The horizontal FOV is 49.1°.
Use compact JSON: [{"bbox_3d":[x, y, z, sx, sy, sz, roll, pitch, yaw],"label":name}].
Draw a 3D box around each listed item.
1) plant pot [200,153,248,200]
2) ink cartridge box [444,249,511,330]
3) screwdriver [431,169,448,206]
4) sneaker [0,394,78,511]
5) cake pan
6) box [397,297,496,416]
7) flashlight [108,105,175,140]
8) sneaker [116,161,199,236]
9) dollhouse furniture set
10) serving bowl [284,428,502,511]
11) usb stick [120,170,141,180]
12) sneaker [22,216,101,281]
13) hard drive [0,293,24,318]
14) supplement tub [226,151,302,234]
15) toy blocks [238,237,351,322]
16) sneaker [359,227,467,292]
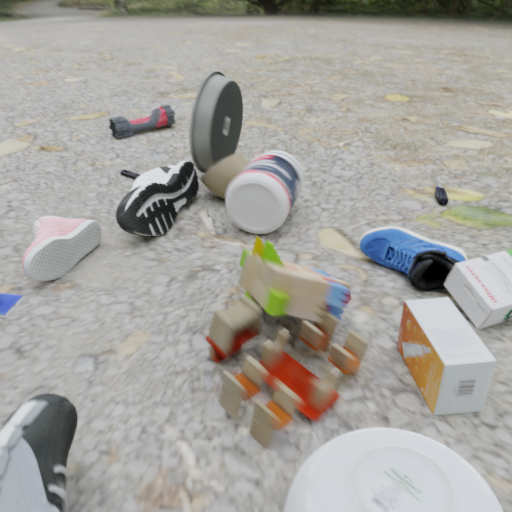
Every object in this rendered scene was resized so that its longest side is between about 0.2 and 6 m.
[{"bbox_3d":[-0.575,-1.703,12.661,1.128,0.757,1.128,-33,-2,-2],"label":"plant pot"},{"bbox_3d":[3.818,0.497,8.830,1.335,0.563,0.975,-12,51,-20],"label":"ink cartridge box"},{"bbox_3d":[4.288,-1.643,13.278,0.272,0.283,1.948,4,26,6],"label":"screwdriver"},{"bbox_3d":[-1.676,2.708,4.751,1.865,1.212,3.230,8,40,4],"label":"sneaker"},{"bbox_3d":[-0.902,-3.185,13.581,0.450,2.452,2.452,13,32,16],"label":"cake pan"},{"bbox_3d":[2.445,1.285,7.386,0.668,0.853,1.371,-3,30,-6],"label":"box"},{"bbox_3d":[-3.509,-4.155,17.217,2.055,0.698,0.696,-20,40,-34],"label":"flashlight"},{"bbox_3d":[-2.226,-1.161,11.815,1.164,1.073,2.910,-4,22,20],"label":"sneaker"},{"bbox_3d":[0.221,1.430,7.372,1.841,0.959,1.861,35,44,30],"label":"dollhouse furniture set"},{"bbox_3d":[1.363,2.464,5.434,2.209,0.726,2.209,-1,30,0],"label":"serving bowl"},{"bbox_3d":[-3.098,-2.017,14.016,0.774,0.126,0.215,20,29,32],"label":"usb stick"},{"bbox_3d":[-3.765,-0.175,10.122,1.037,0.746,1.983,10,26,16],"label":"sneaker"},{"bbox_3d":[-4.285,0.782,9.048,0.838,0.106,0.553,4,30,8],"label":"hard drive"},{"bbox_3d":[0.223,-1.369,11.635,1.286,1.286,1.833,8,30,14],"label":"supplement tub"},{"bbox_3d":[0.665,0.487,8.254,1.482,1.084,2.169,15,5,-15],"label":"toy blocks"},{"bbox_3d":[2.650,0.054,9.701,1.902,0.730,1.058,17,25,16],"label":"sneaker"}]
